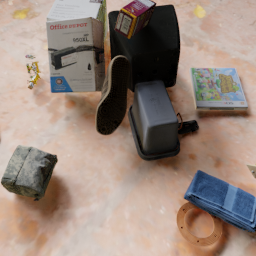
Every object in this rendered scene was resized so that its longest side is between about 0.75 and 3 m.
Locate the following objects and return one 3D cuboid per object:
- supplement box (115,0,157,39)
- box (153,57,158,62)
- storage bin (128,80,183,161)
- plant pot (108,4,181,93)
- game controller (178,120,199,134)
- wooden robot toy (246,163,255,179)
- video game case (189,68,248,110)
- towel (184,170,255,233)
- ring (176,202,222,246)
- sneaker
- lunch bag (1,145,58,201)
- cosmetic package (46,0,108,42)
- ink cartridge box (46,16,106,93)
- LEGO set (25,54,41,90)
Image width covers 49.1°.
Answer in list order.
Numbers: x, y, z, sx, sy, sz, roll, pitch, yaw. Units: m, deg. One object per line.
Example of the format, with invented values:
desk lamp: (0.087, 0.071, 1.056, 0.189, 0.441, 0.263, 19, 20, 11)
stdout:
supplement box: (0.280, -3.947, 9.910, 0.660, 0.851, 1.542, 34, 51, 8)
box: (0.246, -4.167, 13.292, 2.014, 1.276, 2.091, -7, 52, -4)
storage bin: (1.101, -0.419, 10.381, 1.921, 1.772, 2.639, -9, 56, -7)
plant pot: (0.805, -3.058, 11.492, 2.765, 2.772, 2.459, -10, 50, -7)
game controller: (2.348, -0.038, 11.105, 0.932, 0.196, 0.486, -12, 70, -8)
wooden robot toy: (5.387, 1.956, 9.370, 2.852, 1.256, 1.294, 7, 90, 4)
video game case: (3.889, -1.756, 12.243, 2.154, 0.261, 2.367, 1, 54, 0)
towel: (3.103, 2.298, 9.099, 2.328, 0.565, 1.300, 25, 50, 16)
ring: (2.237, 3.009, 8.855, 1.459, 0.140, 1.459, 3, 50, -4)
sneaker: (-0.537, -1.156, 10.432, 1.036, 1.111, 2.941, 16, 88, -12)
lunch bag: (-3.213, 1.505, 9.377, 1.357, 1.128, 1.618, 8, 54, 11)
cosmetic package: (-2.252, -4.921, 13.297, 2.188, 2.190, 2.654, 6, 55, 3)
ink cartridge box: (-2.058, -2.845, 11.258, 2.031, 2.809, 1.183, 0, 9, 16)
LEGO set: (-4.374, -2.429, 12.548, 0.605, 0.748, 1.626, -4, 82, 16)
